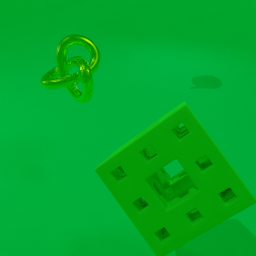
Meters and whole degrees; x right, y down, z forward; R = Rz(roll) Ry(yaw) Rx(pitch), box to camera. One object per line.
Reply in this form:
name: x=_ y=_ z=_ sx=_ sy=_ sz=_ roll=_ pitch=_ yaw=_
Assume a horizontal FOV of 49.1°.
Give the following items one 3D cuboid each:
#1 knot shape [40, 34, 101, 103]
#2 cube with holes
knot shape: x=-0.986 y=-0.929 z=4.653 sx=1.049 sy=0.518 sz=1.121 roll=-12 pitch=74 yaw=22
cube with holes: x=0.518 y=0.480 z=3.202 sx=1.104 sy=1.104 sz=1.104 roll=-36 pitch=-1 yaw=13
